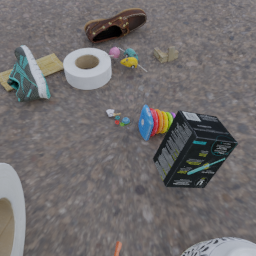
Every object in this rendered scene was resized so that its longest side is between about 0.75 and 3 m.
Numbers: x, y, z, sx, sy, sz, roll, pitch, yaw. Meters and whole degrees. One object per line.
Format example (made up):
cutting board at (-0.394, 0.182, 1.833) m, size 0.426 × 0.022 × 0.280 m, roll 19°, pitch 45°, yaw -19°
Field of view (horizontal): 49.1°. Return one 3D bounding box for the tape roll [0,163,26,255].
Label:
tape roll at (-2.993, 2.178, 5.512) m, size 1.044 × 2.986 × 2.986 m, roll -1°, pitch 50°, yaw -3°

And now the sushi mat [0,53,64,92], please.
sushi mat at (-3.813, -2.245, 11.110) m, size 2.514 × 0.152 × 1.203 m, roll -28°, pitch 56°, yaw -21°

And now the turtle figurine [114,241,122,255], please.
turtle figurine at (-1.018, 3.542, 5.515) m, size 2.152 × 0.860 × 2.669 m, roll 0°, pitch 67°, yaw 24°

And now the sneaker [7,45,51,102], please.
sneaker at (-3.862, -1.998, 10.238) m, size 1.244 × 1.058 × 2.728 m, roll -23°, pitch 57°, yaw -17°

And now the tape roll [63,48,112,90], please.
tape roll at (-1.542, -2.317, 10.850) m, size 1.836 × 0.642 × 1.836 m, roll 0°, pitch 49°, yaw 0°

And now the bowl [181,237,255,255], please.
bowl at (2.285, 3.172, 5.473) m, size 2.708 × 1.271 × 2.708 m, roll 5°, pitch 40°, yaw -4°

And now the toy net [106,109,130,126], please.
toy net at (-0.397, -0.330, 9.497) m, size 0.906 × 0.175 × 0.475 m, roll 28°, pitch 58°, yaw 24°

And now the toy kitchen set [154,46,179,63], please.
toy kitchen set at (1.597, -3.233, 11.624) m, size 0.792 × 0.646 × 0.714 m, roll -20°, pitch 53°, yaw -16°

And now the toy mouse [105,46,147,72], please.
toy mouse at (-0.147, -3.006, 11.319) m, size 1.789 × 0.346 × 1.590 m, roll 9°, pitch 38°, yaw -24°

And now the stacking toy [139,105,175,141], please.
stacking toy at (1.241, -0.188, 9.051) m, size 1.647 × 0.904 × 0.956 m, roll 0°, pitch 46°, yaw -16°

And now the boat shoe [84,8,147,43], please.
boat shoe at (-0.440, -4.454, 12.460) m, size 2.920 × 1.028 × 1.027 m, roll -22°, pitch 52°, yaw -8°

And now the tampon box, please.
tampon box at (1.562, 0.566, 6.849) m, size 1.206 × 1.610 × 1.016 m, roll 8°, pitch 36°, yaw -24°
